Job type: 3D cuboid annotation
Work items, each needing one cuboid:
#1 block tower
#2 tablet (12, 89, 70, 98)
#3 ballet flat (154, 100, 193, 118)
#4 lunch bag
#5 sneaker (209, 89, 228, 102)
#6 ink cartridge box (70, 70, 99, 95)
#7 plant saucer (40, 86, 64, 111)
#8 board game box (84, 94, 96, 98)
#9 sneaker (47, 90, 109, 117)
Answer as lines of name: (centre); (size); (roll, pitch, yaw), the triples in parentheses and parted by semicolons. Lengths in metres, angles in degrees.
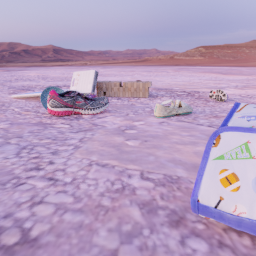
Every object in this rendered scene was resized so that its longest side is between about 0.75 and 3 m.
block tower: (-0.223, -2.047, 14.669); (2.911, 0.842, 0.786); (0, 15, 8)
tablet: (-4.379, -1.728, 14.091); (2.596, 0.177, 1.689); (1, 13, 33)
ballet flat: (1.762, -0.765, 10.362); (1.887, 0.588, 0.636); (-11, 19, -37)
lunch bag: (2.192, 0.603, 3.925); (2.002, 1.458, 2.355); (10, 32, 33)
sneaker: (4.481, -1.606, 13.539); (0.598, 0.578, 1.434); (3, 14, -11)
ink cartridge box: (-2.242, -2.285, 14.244); (1.499, 1.215, 0.376); (2, -12, 36)
plant saucer: (-2.864, -1.066, 10.866); (1.105, 1.105, 0.199); (-10, -10, -34)
board game box: (-2.136, -1.511, 13.898); (0.735, 0.198, 1.225); (0, 15, 15)
sneaker: (-1.798, -0.984, 10.505); (2.360, 0.881, 0.952); (-6, 22, -27)
